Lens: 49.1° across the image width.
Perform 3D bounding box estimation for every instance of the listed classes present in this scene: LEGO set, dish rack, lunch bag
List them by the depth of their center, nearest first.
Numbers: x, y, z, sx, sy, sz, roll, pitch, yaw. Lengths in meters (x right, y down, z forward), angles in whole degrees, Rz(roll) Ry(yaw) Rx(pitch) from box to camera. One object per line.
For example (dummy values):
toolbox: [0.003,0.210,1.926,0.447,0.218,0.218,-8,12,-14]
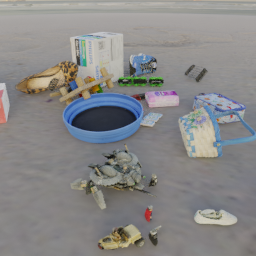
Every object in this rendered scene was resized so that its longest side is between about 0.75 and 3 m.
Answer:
LEGO set: [-0.132,1.135,5.920,1.898,0.828,2.923,-12,30,-23]
LEGO set: [0.318,-0.494,9.600,1.501,0.368,1.121,11,26,23]
lunch bag: [3.171,-0.755,9.823,1.344,0.634,1.677,-10,30,-22]
dish rack: [-2.496,-1.576,10.522,0.942,0.722,0.257,17,43,-29]
dish rack: [3.188,-2.622,13.294,0.745,0.265,0.971,-49,42,-6]

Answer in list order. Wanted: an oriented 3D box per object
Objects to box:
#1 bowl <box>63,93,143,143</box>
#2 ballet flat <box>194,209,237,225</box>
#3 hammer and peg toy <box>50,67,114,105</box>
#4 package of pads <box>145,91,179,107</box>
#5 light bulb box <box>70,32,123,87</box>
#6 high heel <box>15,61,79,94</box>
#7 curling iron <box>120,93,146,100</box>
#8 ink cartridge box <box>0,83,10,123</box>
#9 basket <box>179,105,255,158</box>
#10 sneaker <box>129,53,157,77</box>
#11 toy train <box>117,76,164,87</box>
bowl: [-0.774,-0.365,8.968,2.531,0.497,2.531,-2,33,1]
ballet flat: [1.713,1.709,5.419,0.838,0.291,0.291,0,27,0]
hammer and peg toy: [-1.759,-1.385,10.533,1.711,0.820,2.326,-32,11,-40]
package of pads: [1.294,-1.110,10.678,1.194,0.452,0.719,-3,30,-6]
light bulb box: [-1.335,-3.115,12.703,1.347,2.139,2.158,16,30,31]
high heel: [-3.212,-1.923,11.064,1.947,0.975,2.731,-22,8,-37]
curling iron: [0.402,-1.230,11.032,2.147,0.274,0.532,-7,-9,-20]
ink cartridge box: [-5.595,-0.737,9.413,2.810,0.948,1.636,-8,28,-16]
basket: [2.335,0.069,7.559,1.729,1.202,1.524,-10,26,2]
sneaker: [0.824,-3.256,14.222,1.168,1.029,2.620,8,28,20]
toy train: [0.577,-2.140,12.733,2.131,0.445,0.601,1,17,2]
